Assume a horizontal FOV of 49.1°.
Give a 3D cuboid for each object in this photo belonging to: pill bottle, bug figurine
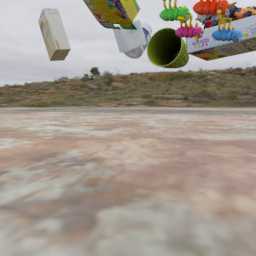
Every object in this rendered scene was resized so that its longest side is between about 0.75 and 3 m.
[{"bbox_3d":[0.468,-4.034,12.699,1.019,1.019,1.705,3,49,29],"label":"pill bottle"},{"bbox_3d":[1.206,-1.701,4.505,1.234,0.409,1.591,13,2,32],"label":"bug figurine"}]

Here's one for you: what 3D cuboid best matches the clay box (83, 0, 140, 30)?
[{"bbox_3d":[-0.575,-3.163,6.447,1.201,0.498,2.091,18,-16,35],"label":"clay box"}]

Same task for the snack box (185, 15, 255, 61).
[{"bbox_3d":[2.573,-2.124,6.758,1.960,0.519,1.394,-5,1,36],"label":"snack box"}]

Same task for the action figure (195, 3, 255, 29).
[{"bbox_3d":[3.035,-3.206,8.429,2.075,1.122,2.145,9,-3,-1],"label":"action figure"}]

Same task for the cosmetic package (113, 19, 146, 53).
[{"bbox_3d":[0.058,-3.433,10.485,0.947,0.944,0.582,-26,23,-19],"label":"cosmetic package"}]

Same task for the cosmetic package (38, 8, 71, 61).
[{"bbox_3d":[-2.536,-3.184,9.598,0.560,1.575,0.828,-13,-12,-33],"label":"cosmetic package"}]

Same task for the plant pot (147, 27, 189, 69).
[{"bbox_3d":[1.447,-2.419,9.066,1.212,1.212,1.295,4,-2,35],"label":"plant pot"}]
